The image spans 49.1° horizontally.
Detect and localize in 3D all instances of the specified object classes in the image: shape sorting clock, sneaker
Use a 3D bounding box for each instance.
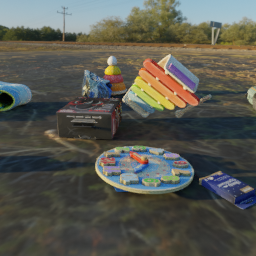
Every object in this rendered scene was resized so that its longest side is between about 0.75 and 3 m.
[{"bbox_3d":[0.337,0.758,5.722,1.992,0.391,1.992,0,19,0],"label":"shape sorting clock"},{"bbox_3d":[-1.391,-1.810,12.598,1.220,1.104,2.865,5,24,-17],"label":"sneaker"},{"bbox_3d":[-5.216,-1.258,10.703,2.542,1.011,1.660,1,17,6],"label":"sneaker"}]

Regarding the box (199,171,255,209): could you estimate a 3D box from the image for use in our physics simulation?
[{"bbox_3d":[1.861,1.099,5.104,0.585,0.157,0.966,-12,24,-31],"label":"box"}]

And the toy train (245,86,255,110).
[{"bbox_3d":[5.323,-1.165,10.540,1.404,1.050,2.465,-6,18,11],"label":"toy train"}]

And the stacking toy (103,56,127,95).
[{"bbox_3d":[-0.679,-2.479,13.144,1.261,1.725,1.261,1,19,0],"label":"stacking toy"}]

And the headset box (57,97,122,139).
[{"bbox_3d":[-1.066,-0.309,8.239,1.534,0.774,2.064,2,19,7],"label":"headset box"}]

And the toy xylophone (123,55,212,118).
[{"bbox_3d":[1.120,-1.018,8.244,2.118,0.727,2.893,34,-24,-5],"label":"toy xylophone"}]
